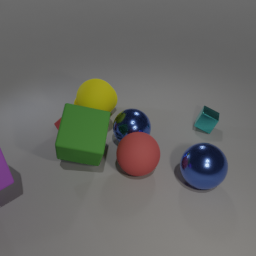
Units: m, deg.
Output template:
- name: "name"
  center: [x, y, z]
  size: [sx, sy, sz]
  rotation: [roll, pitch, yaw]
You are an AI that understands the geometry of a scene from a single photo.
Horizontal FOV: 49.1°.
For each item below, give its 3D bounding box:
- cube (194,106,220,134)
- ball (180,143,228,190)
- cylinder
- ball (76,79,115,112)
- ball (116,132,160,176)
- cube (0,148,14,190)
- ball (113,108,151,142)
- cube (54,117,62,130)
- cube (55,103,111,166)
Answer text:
- name: "cube"
  center: [3.154, -0.339, 11.181]
  size: [0.700, 0.700, 0.700]
  rotation: [28, 35, 4]
- name: "ball"
  center: [2.280, 1.140, 8.447]
  size: [1.400, 1.400, 1.400]
  rotation: [0, 33, 0]
- name: "cylinder"
  center: [-1.347, -1.065, 11.873]
  size: [1.400, 1.400, 1.400]
  rotation: [13, 35, 19]
- name: "ball"
  center: [-1.158, -1.072, 10.105]
  size: [1.400, 1.400, 1.400]
  rotation: [0, 33, 0]
- name: "ball"
  center: [0.327, 0.823, 8.929]
  size: [1.400, 1.400, 1.400]
  rotation: [0, 33, 0]
- name: "cube"
  center: [-4.134, 1.028, 7.345]
  size: [1.400, 1.400, 1.400]
  rotation: [12, 33, 44]
- name: "ball"
  center: [0.144, -0.016, 10.262]
  size: [1.400, 1.400, 1.400]
  rotation: [0, 33, 0]
- name: "cube"
  center: [-2.200, -0.100, 10.605]
  size: [0.700, 0.700, 0.700]
  rotation: [54, 17, 10]
- name: "cube"
  center: [-1.416, 0.250, 8.798]
  size: [1.400, 1.400, 1.400]
  rotation: [11, 66, -7]
